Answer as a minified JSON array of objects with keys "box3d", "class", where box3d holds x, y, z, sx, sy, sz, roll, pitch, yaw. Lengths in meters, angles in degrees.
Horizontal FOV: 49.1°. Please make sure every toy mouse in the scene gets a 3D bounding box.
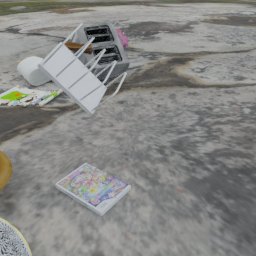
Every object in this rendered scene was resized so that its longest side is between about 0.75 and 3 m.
[{"box3d":[-0.704,-3.760,13.439,2.464,2.773,0.537,24,49,-23],"class":"toy mouse"}]

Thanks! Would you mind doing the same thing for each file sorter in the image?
[{"box3d":[-0.841,-1.191,5.678,0.885,1.421,0.986,-28,27,37],"class":"file sorter"}]

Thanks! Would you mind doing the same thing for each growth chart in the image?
[{"box3d":[-3.808,-1.188,10.563,2.215,0.196,1.603,8,32,14],"class":"growth chart"}]

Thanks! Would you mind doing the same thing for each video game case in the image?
[{"box3d":[-0.789,1.320,6.320,1.411,0.127,1.010,21,36,31],"class":"video game case"}]

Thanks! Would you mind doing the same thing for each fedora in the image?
[{"box3d":[-3.521,1.149,5.896,2.087,0.851,2.087,7,31,-4],"class":"fedora"}]

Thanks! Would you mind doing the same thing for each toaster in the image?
[{"box3d":[-1.294,-3.220,11.986,2.326,1.380,2.103,-17,79,-27],"class":"toaster"}]

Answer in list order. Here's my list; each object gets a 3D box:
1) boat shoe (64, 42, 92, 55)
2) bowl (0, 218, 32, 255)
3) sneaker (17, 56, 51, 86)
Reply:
[{"box3d":[-1.601,-2.522,8.942,0.924,0.325,0.325,9,46,3],"class":"boat shoe"},{"box3d":[-2.175,2.173,3.848,1.842,0.864,1.842,4,63,-7],"class":"bowl"},{"box3d":[-3.443,-2.886,12.578,2.932,1.080,1.694,-25,41,-34],"class":"sneaker"}]
